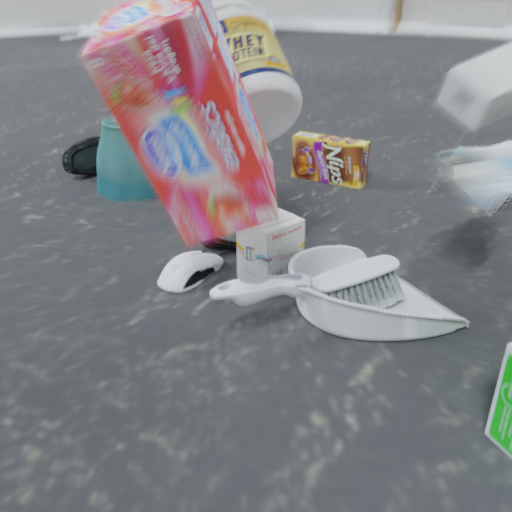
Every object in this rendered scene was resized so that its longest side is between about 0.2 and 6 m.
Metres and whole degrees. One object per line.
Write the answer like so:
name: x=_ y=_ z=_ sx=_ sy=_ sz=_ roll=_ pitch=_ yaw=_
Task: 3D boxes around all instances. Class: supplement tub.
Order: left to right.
supplement tub: x=-0.207 y=-2.360 z=7.191 sx=1.189 sy=1.189 sz=1.646 roll=-10 pitch=63 yaw=-19

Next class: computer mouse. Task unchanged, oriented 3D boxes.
computer mouse: x=-0.795 y=0.053 z=8.192 sx=0.884 sy=0.354 sz=1.613 roll=17 pitch=32 yaw=27

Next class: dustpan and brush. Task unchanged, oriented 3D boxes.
dustpan and brush: x=0.867 y=0.412 z=6.930 sx=3.093 sy=0.885 sz=2.159 roll=-14 pitch=31 yaw=-24

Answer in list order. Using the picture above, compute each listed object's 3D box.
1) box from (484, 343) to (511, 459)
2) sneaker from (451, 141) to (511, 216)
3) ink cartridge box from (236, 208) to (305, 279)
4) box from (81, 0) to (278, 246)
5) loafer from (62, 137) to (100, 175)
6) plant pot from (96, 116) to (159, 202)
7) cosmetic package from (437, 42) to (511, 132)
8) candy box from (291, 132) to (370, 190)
box: x=3.683 y=1.429 z=4.682 sx=2.415 sy=1.168 sz=2.131 roll=-12 pitch=30 yaw=-21
sneaker: x=3.101 y=-1.269 z=7.600 sx=0.839 sy=0.726 sz=1.937 roll=35 pitch=33 yaw=8
ink cartridge box: x=0.195 y=-0.098 z=7.814 sx=0.712 sy=0.967 sz=0.699 roll=-22 pitch=35 yaw=-35
box: x=-0.633 y=-1.393 z=5.681 sx=1.077 sy=2.276 sz=1.168 roll=-15 pitch=40 yaw=12
loafer: x=-3.061 y=-2.205 z=12.026 sx=0.795 sy=0.769 sz=2.266 roll=12 pitch=25 yaw=39
plant pot: x=-2.433 y=-1.970 z=10.919 sx=1.494 sy=1.403 sz=1.494 roll=-1 pitch=27 yaw=0
cosmetic package: x=3.997 y=-2.846 z=9.286 sx=1.704 sy=0.723 sz=0.917 roll=-26 pitch=59 yaw=-23
candy box: x=1.497 y=-1.959 z=11.425 sx=1.557 sy=0.908 sz=0.440 roll=13 pitch=31 yaw=24
